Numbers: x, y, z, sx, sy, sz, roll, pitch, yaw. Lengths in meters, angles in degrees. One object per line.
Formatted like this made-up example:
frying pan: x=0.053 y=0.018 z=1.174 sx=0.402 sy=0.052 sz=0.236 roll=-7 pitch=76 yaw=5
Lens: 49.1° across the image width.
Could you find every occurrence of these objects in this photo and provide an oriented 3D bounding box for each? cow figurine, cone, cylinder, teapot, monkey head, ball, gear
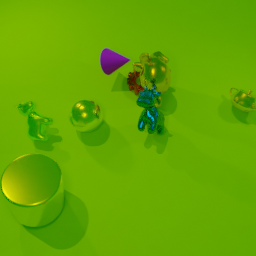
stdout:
cow figurine: x=-2.864 y=-0.207 z=8.386 sx=1.160 sy=0.647 sz=1.179 roll=13 pitch=90 yaw=-6
cone: x=-0.301 y=-2.190 z=9.130 sx=0.886 sy=0.883 sz=0.883 roll=3 pitch=58 yaw=29
cylinder: x=-2.310 y=1.558 z=6.968 sx=1.383 sy=1.383 sz=1.383 roll=5 pitch=53 yaw=-7
teapot: x=3.740 y=-0.891 z=8.845 sx=0.819 sy=0.645 sz=1.317 roll=1 pitch=34 yaw=-43
cow figurine: x=0.699 y=-0.499 z=8.210 sx=0.731 sy=1.331 sz=1.310 roll=8 pitch=86 yaw=30
monkey head: x=0.678 y=-1.690 z=8.952 sx=1.430 sy=1.988 sz=1.198 roll=5 pitch=45 yaw=27
ball: x=-1.285 y=-0.382 z=8.485 sx=1.036 sy=1.036 sz=1.036 roll=0 pitch=61 yaw=0
gear: x=0.539 y=-1.627 z=9.684 sx=1.144 sy=0.212 sz=1.144 roll=0 pitch=61 yaw=0
